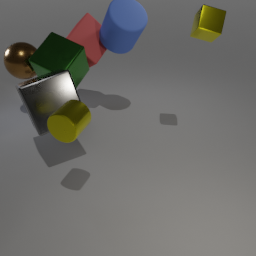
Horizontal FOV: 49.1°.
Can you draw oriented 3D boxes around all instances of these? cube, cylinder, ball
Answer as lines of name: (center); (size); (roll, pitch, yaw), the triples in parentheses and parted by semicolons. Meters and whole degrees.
cube: (-1.664, -3.386, 11.158); (1.400, 1.400, 1.400); (-58, 23, -15)
cube: (2.290, -2.982, 8.050); (0.700, 0.700, 0.700); (14, -3, -5)
cylinder: (-0.196, -3.615, 9.986); (1.400, 1.400, 1.400); (7, 70, -18)
cube: (-2.240, -0.793, 8.074); (1.400, 1.400, 1.400); (-25, 20, -18)
cube: (-2.415, -2.280, 10.119); (1.400, 1.400, 1.400); (27, 70, 11)
cylinder: (-1.244, -0.155, 6.002); (0.700, 0.700, 0.700); (10, 35, 17)
ball: (-4.013, -2.570, 10.743); (1.400, 1.400, 1.400); (0, 30, 0)
